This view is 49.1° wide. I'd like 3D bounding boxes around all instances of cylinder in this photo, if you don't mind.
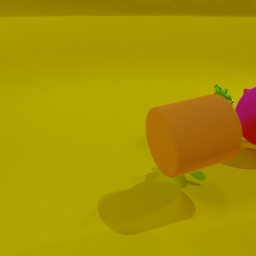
[{"bbox_3d":[0.914,0.098,4.089,1.021,1.021,1.021,-14,27,-16],"label":"cylinder"}]

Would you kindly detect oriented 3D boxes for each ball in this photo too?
[{"bbox_3d":[2.917,-0.252,5.806,1.333,1.333,1.333,0,24,0],"label":"ball"}]

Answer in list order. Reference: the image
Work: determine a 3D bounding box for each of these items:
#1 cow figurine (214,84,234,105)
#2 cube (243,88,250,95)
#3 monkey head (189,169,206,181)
[{"bbox_3d":[1.725,-0.421,6.673,1.408,0.773,1.386,-17,-11,-20],"label":"cow figurine"},{"bbox_3d":[3.456,-0.465,7.294,0.883,0.883,0.883,6,25,14],"label":"cube"},{"bbox_3d":[0.894,0.530,5.050,1.124,0.809,0.677,35,43,-18],"label":"monkey head"}]
